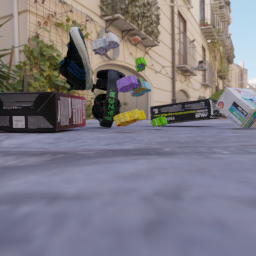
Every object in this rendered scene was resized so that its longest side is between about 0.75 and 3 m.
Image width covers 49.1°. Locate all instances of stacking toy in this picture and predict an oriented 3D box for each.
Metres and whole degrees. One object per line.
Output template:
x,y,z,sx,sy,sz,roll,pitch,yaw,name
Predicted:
0.128,-0.944,6.685,0.594,1.905,2.526,-21,-10,21,stacking toy

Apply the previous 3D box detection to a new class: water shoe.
-1.506,-1.724,7.764,0.908,0.823,2.301,-13,-29,-7,water shoe

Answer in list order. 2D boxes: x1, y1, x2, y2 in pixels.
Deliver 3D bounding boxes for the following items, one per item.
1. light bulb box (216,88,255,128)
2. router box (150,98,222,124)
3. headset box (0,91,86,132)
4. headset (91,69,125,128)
3.193,-0.560,7.655,1.043,0.651,1.033,-2,40,-30,light bulb box
2.087,-0.557,10.066,2.164,0.672,1.621,-6,-1,30,router box
-1.969,-0.368,6.478,1.587,0.801,2.135,0,3,9,headset box
-0.809,-1.066,8.780,1.289,1.694,2.744,8,19,-9,headset
